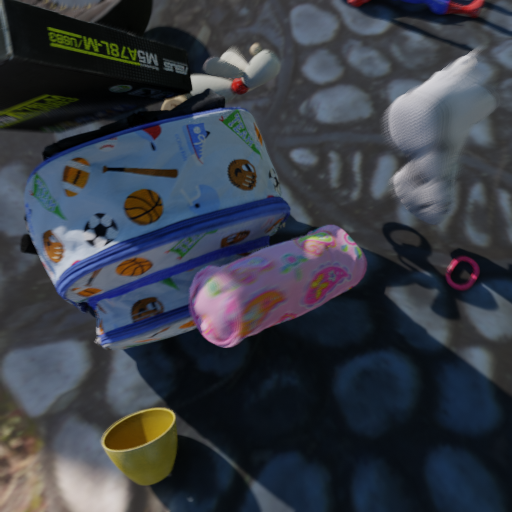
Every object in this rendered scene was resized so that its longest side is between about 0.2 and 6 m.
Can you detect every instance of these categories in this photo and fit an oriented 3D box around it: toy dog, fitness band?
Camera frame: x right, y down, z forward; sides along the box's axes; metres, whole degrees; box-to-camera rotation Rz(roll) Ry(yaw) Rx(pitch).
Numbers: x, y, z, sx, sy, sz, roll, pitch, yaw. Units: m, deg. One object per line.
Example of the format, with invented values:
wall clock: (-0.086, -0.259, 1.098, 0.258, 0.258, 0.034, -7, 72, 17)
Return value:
toy dog: (-0.607, -2.488, 7.758, 1.763, 1.163, 0.849, -27, 106, 5)
fitness band: (3.096, 0.266, 8.411, 0.403, 0.105, 0.561, 35, 67, 15)

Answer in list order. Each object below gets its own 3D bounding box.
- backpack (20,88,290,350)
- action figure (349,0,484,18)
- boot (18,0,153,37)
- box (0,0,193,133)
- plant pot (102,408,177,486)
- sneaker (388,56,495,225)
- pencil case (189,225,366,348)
backpack: (-1.164, -0.337, 6.881, 3.528, 3.361, 2.718, -25, 80, -14)
action figure: (2.967, -5.647, 11.036, 3.093, 1.531, 1.009, 6, 60, 6)
boot: (-3.773, -4.644, 10.668, 2.634, 1.047, 3.026, 34, 68, 17)
box: (-2.384, -1.858, 6.049, 2.501, 2.415, 0.594, -6, 97, 31)
plant pot: (-1.339, 2.378, 6.816, 0.902, 0.902, 0.640, -16, 103, -9)
sneaker: (2.575, -1.504, 7.622, 1.345, 2.340, 0.879, -43, 51, -14)
pencil case: (0.255, 0.250, 5.779, 1.948, 0.852, 0.852, -21, 60, -38)
